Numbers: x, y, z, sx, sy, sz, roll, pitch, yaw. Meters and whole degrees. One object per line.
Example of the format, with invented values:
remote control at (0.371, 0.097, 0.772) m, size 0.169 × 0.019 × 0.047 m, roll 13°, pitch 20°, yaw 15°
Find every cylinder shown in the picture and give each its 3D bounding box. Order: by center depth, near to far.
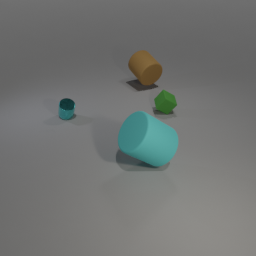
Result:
cylinder at (0.635, 0.360, 8.911) m, size 1.400 × 1.400 × 1.400 m, roll 27°, pitch 13°, yaw -35°
cylinder at (-2.698, -0.831, 12.321) m, size 0.700 × 0.700 × 0.700 m, roll 8°, pitch 56°, yaw -12°
cylinder at (0.935, -3.271, 15.228) m, size 1.400 × 1.400 × 1.400 m, roll -15°, pitch 50°, yaw -25°

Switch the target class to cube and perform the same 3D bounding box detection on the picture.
cube at (1.707, -1.179, 12.762) m, size 0.700 × 0.700 × 0.700 m, roll 24°, pitch 38°, yaw -26°
